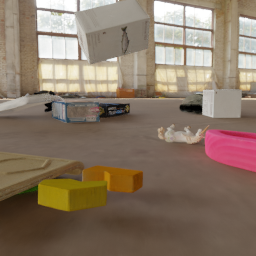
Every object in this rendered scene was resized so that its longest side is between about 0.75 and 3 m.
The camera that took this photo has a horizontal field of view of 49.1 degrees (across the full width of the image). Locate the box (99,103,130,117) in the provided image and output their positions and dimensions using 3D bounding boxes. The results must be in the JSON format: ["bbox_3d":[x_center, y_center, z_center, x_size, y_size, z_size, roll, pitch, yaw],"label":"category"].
[{"bbox_3d":[-1.230,-0.762,11.339,2.032,0.505,2.016,4,9,25],"label":"box"}]

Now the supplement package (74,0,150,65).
[{"bbox_3d":[-0.481,-3.014,8.730,2.024,1.183,1.187,-19,56,-12],"label":"supplement package"}]

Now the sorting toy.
[{"bbox_3d":[-1.151,0.473,2.321,2.300,0.308,1.714,3,3,24],"label":"sorting toy"}]

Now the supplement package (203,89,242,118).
[{"bbox_3d":[3.473,-0.930,10.467,1.016,1.009,1.339,0,7,-1],"label":"supplement package"}]

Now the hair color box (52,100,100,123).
[{"bbox_3d":[-1.761,-0.570,9.107,1.059,0.641,2.118,-3,8,-26],"label":"hair color box"}]

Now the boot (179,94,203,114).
[{"bbox_3d":[2.929,-1.070,12.730,1.628,0.844,2.493,-11,10,-29],"label":"boot"}]

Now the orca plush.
[{"bbox_3d":[-3.703,-1.147,13.040,2.232,1.174,0.793,28,60,27],"label":"orca plush"}]

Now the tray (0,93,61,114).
[{"bbox_3d":[-3.906,-0.834,9.993,2.865,0.318,1.539,-8,6,34],"label":"tray"}]

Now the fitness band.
[{"bbox_3d":[2.110,0.235,3.483,1.695,0.442,2.360,-5,8,-34],"label":"fitness band"}]

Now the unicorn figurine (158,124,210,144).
[{"bbox_3d":[0.999,0.122,5.024,0.947,0.350,0.650,-13,14,16],"label":"unicorn figurine"}]
